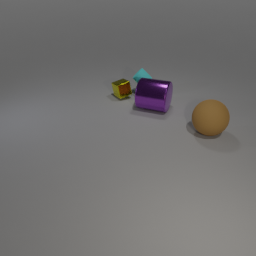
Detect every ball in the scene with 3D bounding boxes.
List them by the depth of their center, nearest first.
[{"bbox_3d":[3.162,-0.397,10.746,1.400,1.400,1.400,0,30,0],"label":"ball"}]

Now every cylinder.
[{"bbox_3d":[1.179,-1.497,12.663,1.400,1.400,1.400,11,32,18],"label":"cylinder"},{"bbox_3d":[0.714,-2.498,13.995,0.700,0.700,0.700,43,30,-12],"label":"cylinder"}]

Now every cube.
[{"bbox_3d":[-0.310,-1.962,13.885,0.700,0.700,0.700,-24,31,-20],"label":"cube"}]
